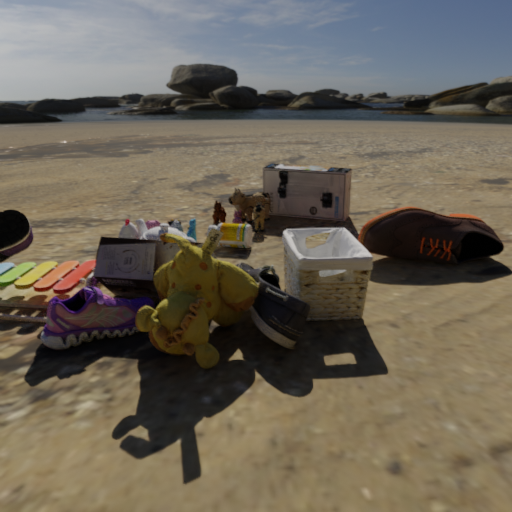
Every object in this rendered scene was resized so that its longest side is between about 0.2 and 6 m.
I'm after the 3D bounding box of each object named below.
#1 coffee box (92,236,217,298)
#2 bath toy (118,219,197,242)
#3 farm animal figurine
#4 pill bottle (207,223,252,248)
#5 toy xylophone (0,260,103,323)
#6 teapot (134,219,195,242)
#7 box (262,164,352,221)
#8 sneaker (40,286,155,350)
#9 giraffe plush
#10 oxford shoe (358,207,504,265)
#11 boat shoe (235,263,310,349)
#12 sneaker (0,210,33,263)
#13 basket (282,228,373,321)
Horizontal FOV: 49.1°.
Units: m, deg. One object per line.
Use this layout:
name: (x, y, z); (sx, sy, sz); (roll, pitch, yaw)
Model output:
coffee box: (-1.528, 0.221, 8.789); (1.727, 0.689, 0.976); (3, -21, 8)
bath toy: (-2.113, -0.502, 11.928); (1.657, 0.612, 0.720); (-1, 17, 0)
farm animal figurine: (-0.194, -1.231, 13.742); (1.706, 0.890, 1.687); (13, 22, 35)
pill bottle: (-0.560, -0.438, 11.886); (0.891, 0.503, 0.503); (3, 18, 13)
toy xylophone: (-3.475, 0.496, 8.833); (2.216, 0.557, 1.622); (-1, 18, -1)
teapot: (-1.612, -0.107, 9.972); (1.292, 0.944, 1.276); (4, 21, -4)
box: (1.290, -1.645, 14.452); (2.215, 1.292, 0.666); (8, 21, 19)
sneaker: (-2.154, 0.749, 7.762); (1.632, 0.721, 0.656); (-11, 20, -34)
giraffe plush: (-0.845, 0.703, 7.225); (1.524, 1.766, 1.432); (14, 53, 6)
oxford shoe: (3.411, -0.343, 10.856); (2.836, 1.009, 1.029); (-4, 23, -11)
boat shoe: (0.202, 0.517, 8.100); (0.800, 0.691, 2.203); (29, 10, -26)
sneaker: (-5.240, 0.025, 10.301); (2.330, 0.883, 1.020); (-23, -14, -20)
basket: (1.052, 0.256, 8.817); (1.130, 1.028, 1.666); (-1, 19, -6)
